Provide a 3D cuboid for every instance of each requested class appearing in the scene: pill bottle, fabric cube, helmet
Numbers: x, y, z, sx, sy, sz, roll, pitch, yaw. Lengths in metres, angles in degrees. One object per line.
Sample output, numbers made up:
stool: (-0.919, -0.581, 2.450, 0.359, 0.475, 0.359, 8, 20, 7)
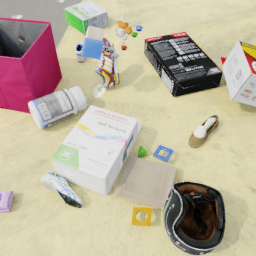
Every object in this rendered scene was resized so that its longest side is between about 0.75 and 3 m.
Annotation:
pill bottle: (-2.187, -0.684, 8.850, 1.632, 0.928, 0.928, -26, 53, -23)
fabric cube: (-3.728, -2.074, 9.256, 2.219, 2.212, 2.177, 8, 49, 7)
helmet: (1.417, 1.988, 6.119, 1.424, 1.357, 1.424, 4, 7, 0)

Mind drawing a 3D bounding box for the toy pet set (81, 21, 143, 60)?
toy pet set: (-0.543, -2.373, 8.117, 1.482, 1.588, 0.843, 8, 81, -16)

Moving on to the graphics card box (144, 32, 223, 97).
graphics card box: (1.979, -2.514, 10.625, 1.872, 0.759, 2.984, -14, 48, -13)

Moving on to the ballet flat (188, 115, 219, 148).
ballet flat: (2.321, 0.034, 8.472, 1.420, 0.514, 0.481, -36, 57, -28)

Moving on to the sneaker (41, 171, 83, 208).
sneaker: (-1.632, 1.538, 7.136, 1.352, 0.486, 0.490, 31, 53, 22)

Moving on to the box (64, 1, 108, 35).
box: (-1.938, -5.190, 13.062, 1.379, 0.756, 1.563, -32, 55, -27)

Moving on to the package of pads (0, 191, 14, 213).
package of pads: (-3.301, 1.840, 6.965, 0.823, 0.311, 0.496, -2, 45, -2)

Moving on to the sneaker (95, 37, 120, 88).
sneaker: (-0.810, -2.245, 9.737, 0.769, 1.706, 0.639, -19, 14, -21)

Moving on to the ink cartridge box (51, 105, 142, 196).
ink cartridge box: (-0.717, 0.345, 7.910, 1.585, 0.911, 2.707, 17, 50, 15)

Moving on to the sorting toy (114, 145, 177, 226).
sorting toy: (0.473, 1.439, 7.334, 1.392, 0.337, 2.472, 11, 48, 15)

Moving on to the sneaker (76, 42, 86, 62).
sneaker: (-1.899, -3.242, 11.427, 0.482, 0.565, 1.281, -8, 47, -5)

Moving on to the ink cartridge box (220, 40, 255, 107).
ink cartridge box: (4.669, -1.757, 9.215, 2.751, 1.154, 2.415, 13, 47, -10)
